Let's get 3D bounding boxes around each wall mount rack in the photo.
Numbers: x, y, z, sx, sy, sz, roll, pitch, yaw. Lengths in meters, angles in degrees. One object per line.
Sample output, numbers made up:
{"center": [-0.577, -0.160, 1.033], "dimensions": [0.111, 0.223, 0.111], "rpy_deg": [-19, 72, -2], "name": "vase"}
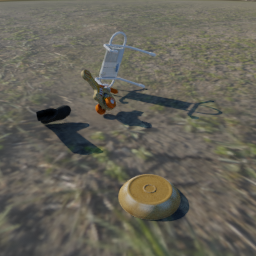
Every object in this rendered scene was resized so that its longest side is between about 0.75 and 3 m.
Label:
{"center": [-0.125, -2.047, 9.344], "dimensions": [1.800, 2.072, 0.772], "rpy_deg": [-8, 41, -38], "name": "wall mount rack"}

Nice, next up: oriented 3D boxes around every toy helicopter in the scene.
{"center": [-0.817, -1.132, 8.111], "dimensions": [0.550, 1.394, 0.922], "rpy_deg": [-30, 16, 35], "name": "toy helicopter"}

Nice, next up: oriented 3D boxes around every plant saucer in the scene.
{"center": [0.395, 1.182, 5.149], "dimensions": [1.144, 0.203, 1.144], "rpy_deg": [0, 30, 0], "name": "plant saucer"}

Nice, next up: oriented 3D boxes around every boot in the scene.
{"center": [-1.882, -0.392, 7.203], "dimensions": [0.902, 0.359, 1.095], "rpy_deg": [-28, 0, -13], "name": "boot"}
